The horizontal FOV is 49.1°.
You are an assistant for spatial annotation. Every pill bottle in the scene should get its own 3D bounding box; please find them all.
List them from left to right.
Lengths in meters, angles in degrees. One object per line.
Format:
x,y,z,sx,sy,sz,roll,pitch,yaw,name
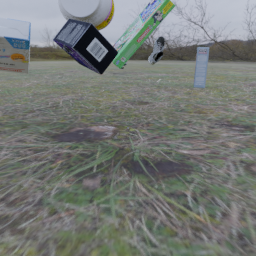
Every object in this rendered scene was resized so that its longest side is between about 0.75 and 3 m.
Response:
-1.055,-3.267,7.337,1.319,1.319,2.530,0,17,0,pill bottle

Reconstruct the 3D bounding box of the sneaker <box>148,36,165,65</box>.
1.075,-2.604,9.384,0.385,1.026,0.592,21,1,-20,sneaker

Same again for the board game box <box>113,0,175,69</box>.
0.456,-3.739,10.580,0.420,2.886,1.942,35,25,-24,board game box

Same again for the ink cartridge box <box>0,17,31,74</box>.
-3.776,-2.423,8.888,1.254,0.739,2.178,3,-24,-19,ink cartridge box

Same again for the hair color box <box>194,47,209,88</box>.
2.631,-2.166,10.093,0.422,1.394,0.690,6,12,11,hair color box

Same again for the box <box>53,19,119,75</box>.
-0.927,-1.759,6.001,0.890,0.627,1.203,39,-3,-39,box

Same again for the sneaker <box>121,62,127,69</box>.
-0.283,-2.823,12.164,0.302,0.432,0.749,16,35,-27,sneaker
